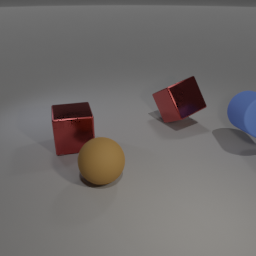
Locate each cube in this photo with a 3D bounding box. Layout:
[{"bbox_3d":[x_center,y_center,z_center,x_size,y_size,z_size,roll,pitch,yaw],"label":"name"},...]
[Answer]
[{"bbox_3d":[-2.007,-0.011,10.256,1.400,1.400,1.400,-7,28,-13],"label":"cube"},{"bbox_3d":[2.127,-1.156,11.731,1.400,1.400,1.400,-26,5,-21],"label":"cube"}]

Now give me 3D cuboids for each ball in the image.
[{"bbox_3d":[-0.786,0.970,8.318,1.400,1.400,1.400,0,27,0],"label":"ball"}]

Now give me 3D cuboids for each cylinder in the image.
[{"bbox_3d":[4.297,-0.486,9.463,1.400,1.400,1.400,-2,14,-3],"label":"cylinder"}]
